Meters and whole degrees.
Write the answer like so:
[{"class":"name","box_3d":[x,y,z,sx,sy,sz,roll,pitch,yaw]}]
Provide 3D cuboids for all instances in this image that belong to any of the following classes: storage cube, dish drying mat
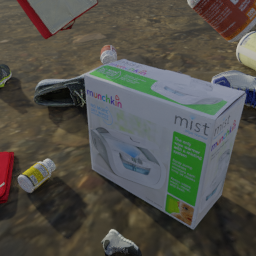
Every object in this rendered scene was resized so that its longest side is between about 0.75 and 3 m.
[{"class":"storage cube","box_3d":[-1.875,-3.296,7.044,1.464,1.712,1.539,-38,24,-9]},{"class":"dish drying mat","box_3d":[-3.056,1.104,6.507,0.662,0.157,1.723,-9,34,-12]}]

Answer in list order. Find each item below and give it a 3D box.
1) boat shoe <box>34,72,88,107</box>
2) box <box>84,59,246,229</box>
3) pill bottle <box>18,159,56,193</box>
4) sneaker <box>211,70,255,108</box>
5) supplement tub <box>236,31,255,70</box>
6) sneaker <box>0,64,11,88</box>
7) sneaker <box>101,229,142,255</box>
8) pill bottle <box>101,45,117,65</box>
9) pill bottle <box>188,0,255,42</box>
[{"class":"boat shoe","box_3d":[-1.711,-1.130,9.413,2.931,1.056,1.039,-7,41,6]},{"class":"box","box_3d":[0.612,0.162,5.811,2.821,2.489,1.364,25,40,32]},{"class":"pill bottle","box_3d":[-2.033,1.047,6.333,0.447,0.447,0.804,18,36,26]},{"class":"sneaker","box_3d":[4.112,-1.111,9.125,2.675,1.081,1.545,0,30,-3]},{"class":"supplement tub","box_3d":[5.817,-3.125,11.867,1.512,1.512,2.086,-10,34,-15]},{"class":"sneaker","box_3d":[-5.149,-2.225,11.154,0.699,0.766,1.891,-5,33,-9]},{"class":"sneaker","box_3d":[-0.159,2.122,4.845,0.783,0.294,0.452,17,40,42]},{"class":"pill bottle","box_3d":[-0.879,-3.254,12.794,0.745,0.745,1.328,-2,32,-3]},{"class":"pill bottle","box_3d":[2.653,-3.789,8.195,2.423,1.359,1.359,38,34,-9]}]
